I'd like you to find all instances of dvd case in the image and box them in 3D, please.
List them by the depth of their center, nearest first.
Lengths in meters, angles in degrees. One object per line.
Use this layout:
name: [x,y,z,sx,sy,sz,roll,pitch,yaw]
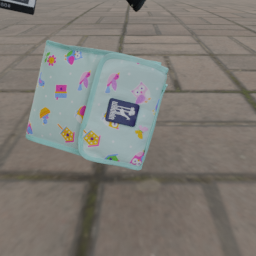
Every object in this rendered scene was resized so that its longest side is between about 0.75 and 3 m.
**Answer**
dvd case: [-3.152,-3.292,6.533,1.957,0.242,1.471,6,48,-18]

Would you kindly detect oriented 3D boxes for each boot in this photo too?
boot: [0.184,-4.891,9.443,0.582,1.281,1.525,1,58,57]

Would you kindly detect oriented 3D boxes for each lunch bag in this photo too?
lunch bag: [-0.501,-0.401,4.948,2.192,1.867,1.337,17,5,23]
